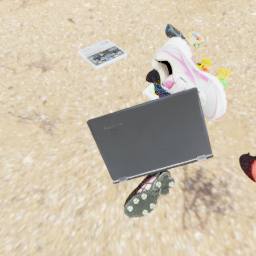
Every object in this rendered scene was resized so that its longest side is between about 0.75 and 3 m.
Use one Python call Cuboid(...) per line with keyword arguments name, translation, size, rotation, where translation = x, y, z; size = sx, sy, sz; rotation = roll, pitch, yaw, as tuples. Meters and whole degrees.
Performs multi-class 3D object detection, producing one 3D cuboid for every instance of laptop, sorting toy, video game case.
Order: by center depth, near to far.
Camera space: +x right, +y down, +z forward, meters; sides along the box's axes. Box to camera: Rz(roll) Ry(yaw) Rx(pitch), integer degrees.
Cuboid(name="laptop", translation=(0.649, 0.333, 6.741), size=(2.366, 2.527, 1.465), rotation=(-16, 81, 8))
Cuboid(name="video game case", translation=(-1.121, -3.280, 12.390), size=(1.655, 0.193, 1.504), rotation=(-30, 55, -25))
Cuboid(name="sorting toy", translation=(3.189, -4.142, 13.138), size=(0.862, 0.172, 1.166), rotation=(-13, 50, -13))

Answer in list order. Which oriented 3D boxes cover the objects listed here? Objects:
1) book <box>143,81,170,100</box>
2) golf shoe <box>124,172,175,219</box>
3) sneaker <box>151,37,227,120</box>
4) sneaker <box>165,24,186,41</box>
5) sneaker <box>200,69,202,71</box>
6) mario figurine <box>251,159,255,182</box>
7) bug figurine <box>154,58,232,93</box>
Cuboid(name="book", translation=(1.197, -1.245, 10.602), size=(1.101, 0.265, 0.735), rotation=(35, 61, 25))
Cuboid(name="golf shoe", translation=(0.550, 1.834, 7.727), size=(1.641, 0.723, 0.633), rotation=(-37, 102, -9))
Cuboid(name="sneaker", translation=(1.611, -1.247, 7.977), size=(1.207, 1.113, 2.736), rotation=(-32, 77, -28))
Cuboid(name="sneaker", translation=(2.230, -4.465, 13.300), size=(0.552, 0.493, 1.347), rotation=(-9, 55, -26))
Cuboid(name="sneaker", translation=(2.551, -1.268, 10.288), size=(2.187, 1.141, 0.657), rotation=(58, 35, 2))
Cuboid(name="mario figurine", translation=(4.553, 1.231, 7.749), size=(2.223, 1.178, 1.372), rotation=(8, 17, -3))
Cuboid(name="bug figurine", translation=(2.398, -1.703, 10.316), size=(2.702, 0.695, 2.096), rotation=(-28, 38, -27))
